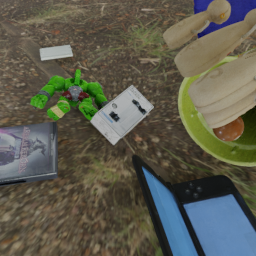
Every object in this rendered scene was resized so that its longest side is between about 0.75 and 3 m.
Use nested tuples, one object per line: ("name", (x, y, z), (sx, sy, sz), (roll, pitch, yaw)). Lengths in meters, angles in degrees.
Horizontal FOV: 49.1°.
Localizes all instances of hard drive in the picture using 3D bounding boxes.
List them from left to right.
("hard drive", (-3.077, -3.236, 11.988), (1.301, 0.171, 0.858), (-12, 43, -12))

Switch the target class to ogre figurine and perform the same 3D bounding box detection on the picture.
("ogre figurine", (-1.614, -0.989, 8.727), (2.402, 1.178, 1.440), (-5, 48, 2))

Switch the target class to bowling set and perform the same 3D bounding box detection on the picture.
("bowling set", (1.366, -0.654, 3.510), (1.167, 1.513, 2.174), (-28, 37, 17))

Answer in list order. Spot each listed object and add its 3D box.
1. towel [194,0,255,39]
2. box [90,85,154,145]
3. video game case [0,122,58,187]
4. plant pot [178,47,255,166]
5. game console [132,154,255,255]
("towel", (2.681, -3.669, 7.565), (1.958, 2.652, 0.657), (-17, 53, 10))
("box", (-0.137, -0.420, 8.252), (1.012, 0.521, 1.734), (46, 52, 3))
("video game case", (-3.341, 0.707, 7.505), (2.845, 0.270, 2.032), (-8, 42, -8))
("plant pot", (3.246, -0.896, 7.408), (2.858, 2.858, 2.628), (30, 47, 29))
("game console", (1.567, 1.773, 5.254), (2.501, 1.655, 2.844), (-9, 43, -10))
